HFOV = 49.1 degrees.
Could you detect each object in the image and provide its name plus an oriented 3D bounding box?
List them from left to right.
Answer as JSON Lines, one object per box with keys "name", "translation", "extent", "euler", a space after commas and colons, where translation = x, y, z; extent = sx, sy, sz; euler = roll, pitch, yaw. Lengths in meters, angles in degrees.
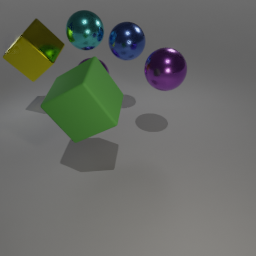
{"name": "cube", "translation": [-3.501, -2.901, 10.527], "extent": [1.400, 1.400, 1.400], "euler": [-29, 33, 35]}
{"name": "cube", "translation": [-1.124, -0.728, 7.347], "extent": [1.400, 1.400, 1.400], "euler": [-22, 34, 24]}
{"name": "ball", "translation": [-1.568, -3.564, 10.261], "extent": [1.400, 1.400, 1.400], "euler": [0, 31, 0]}
{"name": "ball", "translation": [-1.448, -2.130, 11.363], "extent": [1.400, 1.400, 1.400], "euler": [0, 31, 0]}
{"name": "ball", "translation": [-0.038, -3.252, 10.527], "extent": [1.400, 1.400, 1.400], "euler": [0, 31, 0]}
{"name": "ball", "translation": [1.229, -1.915, 9.190], "extent": [1.400, 1.400, 1.400], "euler": [0, 31, 0]}
